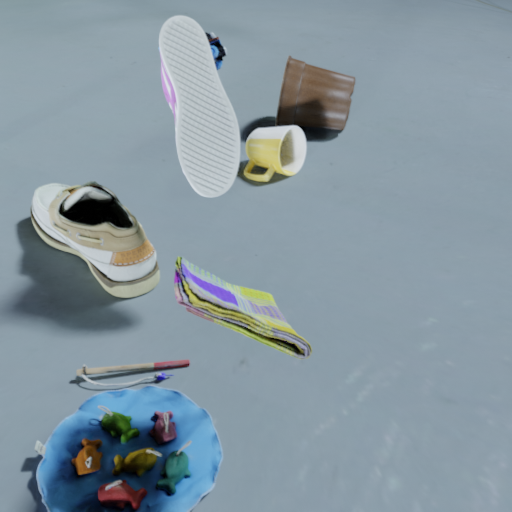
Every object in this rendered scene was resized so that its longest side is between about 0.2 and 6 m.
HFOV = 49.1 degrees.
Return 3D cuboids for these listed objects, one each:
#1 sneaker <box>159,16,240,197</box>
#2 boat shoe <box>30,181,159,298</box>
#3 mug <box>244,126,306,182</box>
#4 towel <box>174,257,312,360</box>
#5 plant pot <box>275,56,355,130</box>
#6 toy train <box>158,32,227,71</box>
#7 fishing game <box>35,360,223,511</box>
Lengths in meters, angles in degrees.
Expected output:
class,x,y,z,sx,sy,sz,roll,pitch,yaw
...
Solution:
class,x,y,z,sx,sy,sz,roll,pitch,yaw
sneaker,-0.800,-1.904,7.694,0.839,2.314,1.319,-10,1,-13
boat shoe,-2.724,-0.633,9.219,1.267,1.159,3.390,-29,43,-35
mug,0.278,-2.230,11.786,1.053,1.028,1.283,15,30,34
towel,-0.183,0.423,5.137,1.194,0.189,1.663,24,6,-13
plant pot,1.462,-3.859,13.686,1.698,1.715,1.715,12,35,4
toy train,-0.958,-3.027,8.466,1.010,0.438,0.577,-21,75,4
fishing game,-1.349,2.042,5.980,1.972,0.428,2.753,-3,34,-10
